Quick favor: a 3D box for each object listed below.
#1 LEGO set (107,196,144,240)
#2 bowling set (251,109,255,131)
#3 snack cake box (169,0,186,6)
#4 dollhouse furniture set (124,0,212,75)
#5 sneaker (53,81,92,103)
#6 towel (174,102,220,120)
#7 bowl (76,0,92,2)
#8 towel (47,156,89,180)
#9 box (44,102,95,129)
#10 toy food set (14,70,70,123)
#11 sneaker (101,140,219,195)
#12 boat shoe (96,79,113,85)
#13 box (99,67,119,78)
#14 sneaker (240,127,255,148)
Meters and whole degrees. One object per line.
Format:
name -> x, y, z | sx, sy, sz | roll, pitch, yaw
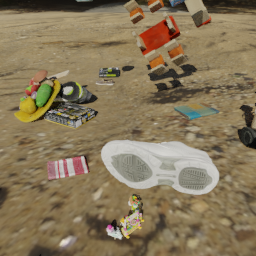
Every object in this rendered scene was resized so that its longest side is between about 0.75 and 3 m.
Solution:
LEGO set -> 0.066, 1.744, 5.767 | 0.556, 0.450, 1.208 | 12, 30, 22
bowling set -> 5.487, -0.285, 8.458 | 2.848, 1.529, 1.982 | -9, 29, -16
snack cake box -> 1.526, -3.458, 6.735 | 1.111, 0.373, 0.639 | -24, -4, 2
dollhouse furniture set -> 1.502, -3.503, 9.808 | 2.611, 2.640, 1.360 | -25, -11, 21
sneaker -> -2.515, -1.354, 11.361 | 2.492, 0.921, 1.009 | 12, -4, 39
towel -> 2.611, -0.660, 10.677 | 1.417, 0.154, 1.039 | -11, 30, -23
bowl -> -1.310, -3.997, 8.353 | 0.785, 0.410, 0.785 | -2, 23, 1
towel -> -1.608, 1.046, 7.459 | 1.030, 0.117, 0.742 | -8, 30, -15
box -> -2.098, -0.487, 10.118 | 1.453, 0.358, 1.160 | 15, 33, 26
toy food set -> -3.386, -1.436, 10.371 | 1.534, 0.852, 2.608 | -7, 47, 29
sneaker -> 0.762, 0.823, 7.091 | 2.836, 1.105, 1.409 | 13, 23, 5
boat shoe -> -1.134, -2.248, 13.548 | 0.872, 0.260, 0.313 | 4, 28, 8
box -> -1.000, -2.960, 14.904 | 1.062, 0.261, 1.100 | -3, 28, 0
sneaker -> 3.944, 0.418, 8.349 | 0.637, 0.533, 1.404 | -2, 33, -24
